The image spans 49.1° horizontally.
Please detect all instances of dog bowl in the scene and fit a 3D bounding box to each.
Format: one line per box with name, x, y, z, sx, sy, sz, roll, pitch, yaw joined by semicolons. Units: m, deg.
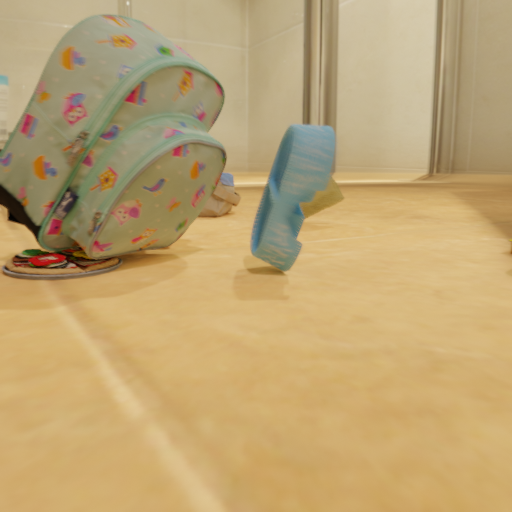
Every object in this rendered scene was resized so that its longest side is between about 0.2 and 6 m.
dog bowl;0.514;-0.956;9.005;0.615;2.482;1.384;14;25;-12

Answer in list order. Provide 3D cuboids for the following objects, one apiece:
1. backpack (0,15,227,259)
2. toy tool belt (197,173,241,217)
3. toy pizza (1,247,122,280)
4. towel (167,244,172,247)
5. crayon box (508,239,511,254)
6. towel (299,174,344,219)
backpack;-2.249;-1.943;9.740;2.943;3.839;3.375;35;19;19
toy tool belt;-1.337;-2.227;17.797;1.771;1.743;2.837;2;11;9
toy pizza;-3.311;0.060;9.624;1.966;0.312;1.966;0;11;0
towel;-2.616;-0.767;12.015;1.982;1.313;0.342;3;-32;9
crayon box;5.527;-0.191;10.950;1.228;0.312;0.780;-9;14;-42
towel;1.365;-1.610;14.902;1.681;1.247;0.307;-25;29;25
